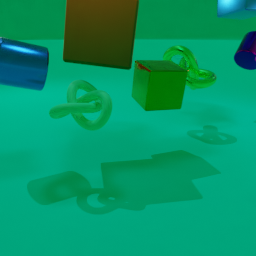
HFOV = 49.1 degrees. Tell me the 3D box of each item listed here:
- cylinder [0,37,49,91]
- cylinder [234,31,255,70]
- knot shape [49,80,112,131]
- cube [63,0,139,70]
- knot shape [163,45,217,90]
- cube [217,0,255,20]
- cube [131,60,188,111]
[{"bbox_3d":[-2.142,-1.264,5.632,0.910,0.910,0.910,6,15,-27],"label":"cylinder"},{"bbox_3d":[4.145,-2.573,9.336,0.919,0.919,0.919,17,68,40],"label":"cylinder"},{"bbox_3d":[-0.824,-0.487,5.284,1.184,0.547,1.108,2,41,8],"label":"knot shape"},{"bbox_3d":[-0.601,-1.996,5.932,1.344,1.344,1.344,5,12,-9],"label":"cube"},{"bbox_3d":[1.728,-1.785,8.251,1.574,0.777,1.682,38,15,-15],"label":"knot shape"},{"bbox_3d":[3.817,-4.333,9.146,1.237,1.237,1.237,-7,11,-26],"label":"cube"},{"bbox_3d":[0.703,-1.014,6.546,0.934,0.934,0.934,-4,28,-20],"label":"cube"}]
